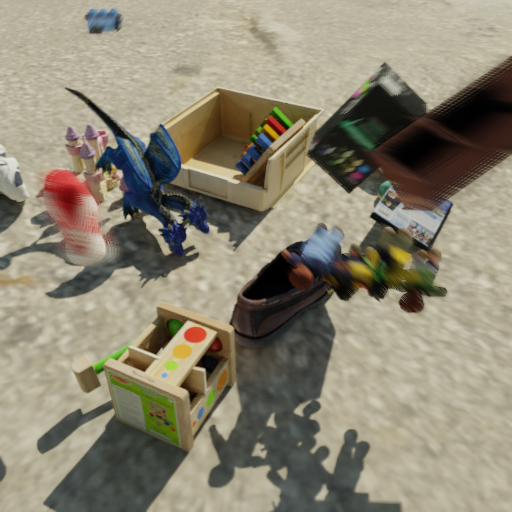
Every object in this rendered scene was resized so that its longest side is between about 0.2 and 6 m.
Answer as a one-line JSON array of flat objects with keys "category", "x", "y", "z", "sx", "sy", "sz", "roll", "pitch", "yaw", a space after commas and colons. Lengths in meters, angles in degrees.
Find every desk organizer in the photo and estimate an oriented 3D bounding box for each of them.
[{"category": "desk organizer", "x": 2.900, "y": -1.695, "z": 7.477, "sx": 2.521, "sy": 0.971, "sz": 0.904, "roll": -34, "pitch": 9, "yaw": -3}]

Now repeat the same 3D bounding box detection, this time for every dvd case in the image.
[{"category": "dvd case", "x": 3.419, "y": -0.991, "z": 12.199, "sx": 1.401, "sy": 0.172, "sz": 1.963, "roll": 35, "pitch": 46, "yaw": 8}]

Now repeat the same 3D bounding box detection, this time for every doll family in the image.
[{"category": "doll family", "x": 1.524, "y": 0.186, "z": 8.190, "sx": 2.390, "sy": 0.938, "sz": 1.382, "roll": 1, "pitch": 41, "yaw": 32}]

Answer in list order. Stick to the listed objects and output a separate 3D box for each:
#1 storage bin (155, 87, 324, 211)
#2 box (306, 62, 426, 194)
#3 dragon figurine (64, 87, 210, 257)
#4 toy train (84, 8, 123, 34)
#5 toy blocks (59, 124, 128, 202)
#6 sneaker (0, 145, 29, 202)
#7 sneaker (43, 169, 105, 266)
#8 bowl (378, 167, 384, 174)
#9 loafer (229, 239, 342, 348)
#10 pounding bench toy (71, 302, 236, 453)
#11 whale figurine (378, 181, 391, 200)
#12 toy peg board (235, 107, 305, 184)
[{"category": "storage bin", "x": -0.399, "y": -2.661, "z": 13.611, "sx": 3.048, "sy": 1.428, "sz": 3.026, "roll": 19, "pitch": 42, "yaw": 21}, {"category": "box", "x": 1.996, "y": -2.298, "z": 10.135, "sx": 1.143, "sy": 1.839, "sz": 1.366, "roll": 40, "pitch": 34, "yaw": -10}, {"category": "dragon figurine", "x": -2.346, "y": -1.922, "z": 11.594, "sx": 1.205, "sy": 4.094, "sz": 2.035, "roll": -29, "pitch": 10, "yaw": -35}, {"category": "toy train", "x": -3.181, "y": -4.906, "z": 11.742, "sx": 0.801, "sy": 0.347, "sz": 0.458, "roll": -9, "pitch": 80, "yaw": -19}, {"category": "toy blocks", "x": -3.632, "y": -2.401, "z": 13.095, "sx": 1.979, "sy": 1.666, "sz": 1.849, "roll": -2, "pitch": 38, "yaw": -2}, {"category": "sneaker", "x": -6.325, "y": -1.724, "z": 12.781, "sx": 1.669, "sy": 1.024, "sz": 2.565, "roll": -25, "pitch": 45, "yaw": -25}, {"category": "sneaker", "x": -2.650, "y": -0.871, "z": 8.072, "sx": 0.741, "sy": 1.093, "sz": 1.892, "roll": -21, "pitch": 56, "yaw": -24}, {"category": "bowl", "x": 3.531, "y": -2.698, "z": 14.259, "sx": 1.810, "sy": 0.675, "sz": 1.807, "roll": -13, "pitch": 41, "yaw": -17}, {"category": "loafer", "x": 0.686, "y": 0.385, "z": 10.165, "sx": 1.147, "sy": 1.005, "sz": 3.190, "roll": 24, "pitch": 45, "yaw": 27}, {"category": "pounding bench toy", "x": -1.509, "y": 1.589, "z": 8.463, "sx": 2.054, "sy": 1.276, "sz": 1.602, "roll": 17, "pitch": 42, "yaw": 20}, {"category": "whale figurine", "x": 3.186, "y": -1.434, "z": 12.832, "sx": 0.693, "sy": 0.452, "sz": 0.871, "roll": -16, "pitch": 35, "yaw": -18}, {"category": "toy peg board", "x": 0.126, "y": -2.595, "z": 13.124, "sx": 0.773, "sy": 1.581, "sz": 1.575, "roll": 44, "pitch": 49, "yaw": -2}]
